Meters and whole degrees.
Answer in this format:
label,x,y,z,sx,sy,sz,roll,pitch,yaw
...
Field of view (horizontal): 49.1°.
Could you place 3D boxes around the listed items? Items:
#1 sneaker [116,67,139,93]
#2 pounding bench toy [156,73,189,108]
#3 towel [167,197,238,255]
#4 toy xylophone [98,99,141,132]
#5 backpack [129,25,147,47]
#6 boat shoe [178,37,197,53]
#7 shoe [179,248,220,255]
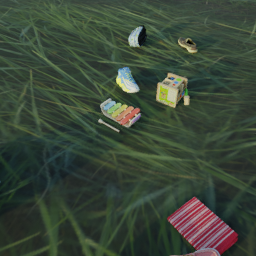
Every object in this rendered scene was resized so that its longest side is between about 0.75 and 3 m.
label,x,y,z,sx,sy,sz,roll,pitch,yaw
sneaker,-0.053,-2.019,11.521,0.584,0.811,1.543,-17,34,-26
pounding bench toy,1.998,-1.456,11.116,1.360,0.845,1.060,24,48,24
towel,1.916,2.588,7.240,1.094,0.170,1.513,-29,48,-25
toy xylophone,-0.360,-0.464,10.364,1.607,0.404,1.177,22,48,22
backpack,0.523,-4.713,14.693,0.876,0.930,1.140,-1,49,12
boat shoe,3.147,-4.435,14.588,0.546,0.503,1.529,-15,45,-15
shoe,1.337,3.066,6.155,1.697,0.772,0.606,-20,48,-12
